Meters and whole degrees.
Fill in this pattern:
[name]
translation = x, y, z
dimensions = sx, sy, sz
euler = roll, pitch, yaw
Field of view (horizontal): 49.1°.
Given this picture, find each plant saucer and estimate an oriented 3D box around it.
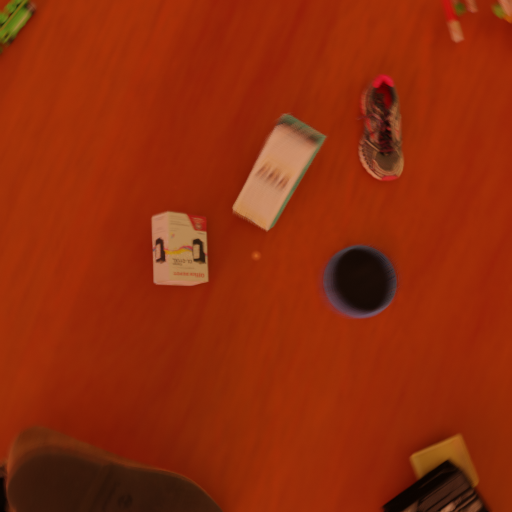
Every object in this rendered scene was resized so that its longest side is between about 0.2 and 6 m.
[plant saucer]
translation = 2.907, 3.312, 8.752
dimensions = 0.846, 0.205, 0.846
euler = -22, 93, -3

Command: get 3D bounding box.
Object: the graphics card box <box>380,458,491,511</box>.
[graphics card box]
translation = 3.031, 4.350, 8.363
dimensions = 1.361, 0.552, 2.170
euler = -34, 91, -4

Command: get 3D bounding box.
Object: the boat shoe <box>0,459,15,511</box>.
[boat shoe]
translation = -4.063, 4.024, 8.433
dimensions = 0.717, 0.706, 1.925
euler = 16, 82, 2

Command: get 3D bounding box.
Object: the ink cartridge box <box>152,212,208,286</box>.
[ink cartridge box]
translation = -1.210, -0.095, 8.974
dimensions = 0.794, 0.451, 1.089
euler = 4, 79, -45

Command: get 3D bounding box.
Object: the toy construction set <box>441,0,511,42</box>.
[toy construction set]
translation = 4.282, -4.075, 9.395
dimensions = 1.999, 1.667, 1.536
euler = -16, 94, 18

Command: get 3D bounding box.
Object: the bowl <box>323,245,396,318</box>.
[bowl]
translation = 1.717, 0.415, 9.195
dimensions = 1.202, 0.236, 1.202
euler = 0, 83, 0

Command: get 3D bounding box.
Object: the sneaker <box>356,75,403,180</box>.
[sneaker]
translation = 2.078, -2.131, 9.365
dimensions = 0.715, 0.662, 1.772
euler = -6, 82, -1

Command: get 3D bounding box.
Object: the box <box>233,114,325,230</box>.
[box]
translation = 0.350, -1.330, 8.978
dimensions = 0.709, 0.424, 1.724
euler = 33, 108, 6

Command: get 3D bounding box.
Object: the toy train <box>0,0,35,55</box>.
[toy train]
translation = -4.407, -3.961, 9.835
dimensions = 0.402, 0.298, 1.427
euler = 36, 83, -5

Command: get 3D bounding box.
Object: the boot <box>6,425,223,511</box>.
[boot]
translation = -1.897, 3.358, 8.083
dimensions = 3.506, 1.323, 1.291
euler = 37, 81, -27
